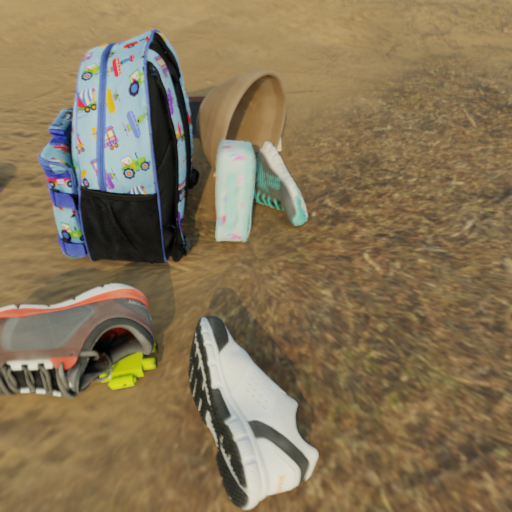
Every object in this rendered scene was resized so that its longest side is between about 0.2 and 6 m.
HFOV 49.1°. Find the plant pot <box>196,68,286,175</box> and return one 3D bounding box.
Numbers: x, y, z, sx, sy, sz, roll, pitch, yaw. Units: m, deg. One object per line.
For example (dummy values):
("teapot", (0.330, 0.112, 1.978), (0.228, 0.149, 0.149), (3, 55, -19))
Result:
("plant pot", (-0.455, -2.829, 12.018), (1.164, 2.521, 2.521), (24, 43, 24))

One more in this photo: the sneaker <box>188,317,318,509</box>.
("sneaker", (-0.146, 1.894, 7.334), (1.113, 1.026, 2.783), (-4, 42, -23))

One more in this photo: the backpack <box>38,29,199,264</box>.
("backpack", (-2.404, -2.069, 10.149), (2.462, 3.659, 3.341), (0, 38, -1))

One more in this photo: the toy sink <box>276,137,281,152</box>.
("toy sink", (0.098, -3.184, 13.290), (0.925, 1.419, 0.795), (-2, 12, -3))

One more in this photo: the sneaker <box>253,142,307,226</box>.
("sneaker", (0.297, -1.342, 11.653), (1.056, 0.898, 2.315), (-28, 49, 4))

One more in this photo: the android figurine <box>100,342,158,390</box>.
("android figurine", (-1.973, 1.535, 8.223), (1.052, 0.216, 0.958), (-10, 39, -2))

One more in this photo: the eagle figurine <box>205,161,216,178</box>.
("eagle figurine", (-0.837, -1.958, 12.745), (0.461, 0.459, 0.608), (-10, 26, -30))

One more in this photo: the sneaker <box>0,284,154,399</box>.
("sneaker", (-2.833, 1.367, 7.544), (3.105, 1.196, 1.271), (-22, 44, -16))

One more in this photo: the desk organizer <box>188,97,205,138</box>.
("desk organizer", (-1.287, -3.748, 14.600), (2.754, 0.988, 1.060), (-1, 35, -2))

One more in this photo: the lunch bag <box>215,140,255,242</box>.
("lunch bag", (-0.403, -1.173, 10.467), (0.706, 1.833, 1.470), (1, 20, -5))
